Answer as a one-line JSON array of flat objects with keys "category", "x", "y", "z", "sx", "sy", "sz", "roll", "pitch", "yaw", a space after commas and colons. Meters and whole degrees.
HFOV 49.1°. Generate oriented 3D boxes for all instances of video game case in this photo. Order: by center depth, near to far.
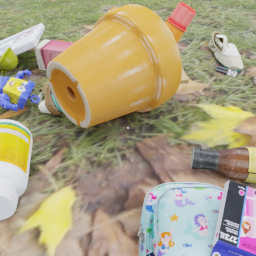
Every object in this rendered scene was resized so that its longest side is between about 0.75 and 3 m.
[{"category": "video game case", "x": -4.649, "y": -3.270, "z": 11.152, "sx": 2.558, "sy": 0.303, "sz": 2.329, "roll": -20, "pitch": 35, "yaw": 7}]

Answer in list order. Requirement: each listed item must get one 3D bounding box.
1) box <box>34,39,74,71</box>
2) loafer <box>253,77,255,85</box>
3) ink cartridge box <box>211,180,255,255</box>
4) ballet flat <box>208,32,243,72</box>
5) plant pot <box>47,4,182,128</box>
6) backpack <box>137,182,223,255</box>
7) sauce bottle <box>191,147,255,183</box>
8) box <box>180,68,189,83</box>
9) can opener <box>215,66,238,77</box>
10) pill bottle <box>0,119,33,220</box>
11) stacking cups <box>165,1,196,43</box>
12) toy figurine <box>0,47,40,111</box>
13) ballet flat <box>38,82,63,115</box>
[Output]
[{"category": "box", "x": -2.623, "y": -2.709, "z": 10.684, "sx": 1.508, "sy": 0.964, "sz": 0.821, "roll": 9, "pitch": 41, "yaw": 12}, {"category": "loafer", "x": 4.879, "y": -1.893, "z": 10.196, "sx": 0.380, "sy": 0.332, "sz": 1.057, "roll": 28, "pitch": 47, "yaw": 30}, {"category": "ink cartridge box", "x": 1.507, "y": 1.331, "z": 3.813, "sx": 0.543, "sy": 0.213, "sz": 1.147, "roll": 19, "pitch": 64, "yaw": 7}, {"category": "ballet flat", "x": 3.935, "y": -3.214, "z": 11.442, "sx": 0.860, "sy": 0.795, "sz": 2.551, "roll": -7, "pitch": 40, "yaw": -9}, {"category": "plant pot", "x": -0.534, "y": -1.440, "z": 7.637, "sx": 2.721, "sy": 2.972, "sz": 2.972, "roll": -35, "pitch": 51, "yaw": -30}, {"category": "backpack", "x": 1.113, "y": 1.878, "z": 4.707, "sx": 1.934, "sy": 1.640, "sz": 2.179, "roll": 0, "pitch": 34, "yaw": 0}, {"category": "sauce bottle", "x": 2.775, "y": 0.831, "z": 6.487, "sx": 2.549, "sy": 0.841, "sz": 0.841, "roll": 9, "pitch": 40, "yaw": 8}, {"category": "box", "x": 1.391, "y": -1.998, "z": 10.466, "sx": 1.497, "sy": 0.159, "sz": 1.223, "roll": -5, "pitch": 40, "yaw": -7}, {"category": "can opener", "x": 3.745, "y": -2.144, "z": 10.649, "sx": 0.826, "sy": 0.217, "sz": 0.274, "roll": 26, "pitch": 11, "yaw": 26}, {"category": "pill bottle", "x": -2.792, "y": 0.878, "z": 6.153, "sx": 1.193, "sy": 1.193, "sz": 2.115, "roll": -7, "pitch": 41, "yaw": -8}, {"category": "stacking cups", "x": 0.961, "y": -2.351, "z": 8.468, "sx": 0.869, "sy": 2.873, "sz": 0.869, "roll": 24, "pitch": 32, "yaw": -16}, {"category": "toy figurine", "x": -3.614, "y": -1.174, "z": 8.888, "sx": 1.734, "sy": 1.527, "sz": 2.895, "roll": 20, "pitch": 40, "yaw": -11}, {"category": "ballet flat", "x": -2.514, "y": -0.857, "z": 8.813, "sx": 0.657, "sy": 0.616, "sz": 1.815, "roll": -28, "pitch": 43, "yaw": -1}]
